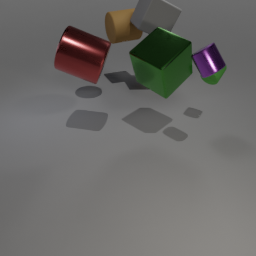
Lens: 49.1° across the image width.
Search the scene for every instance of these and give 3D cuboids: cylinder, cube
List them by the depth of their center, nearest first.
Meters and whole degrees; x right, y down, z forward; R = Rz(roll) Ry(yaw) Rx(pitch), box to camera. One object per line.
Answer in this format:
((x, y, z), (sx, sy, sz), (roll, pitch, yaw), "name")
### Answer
((2.176, -1.835, 7.608), (0.700, 0.700, 0.700), (-31, 10, 6), "cylinder")
((-1.405, -2.268, 8.776), (1.400, 1.400, 1.400), (20, 31, -8), "cylinder")
((1.103, -2.105, 9.081), (1.400, 1.400, 1.400), (36, 72, 30), "cube")
((3.098, -2.054, 10.153), (0.700, 0.700, 0.700), (24, 68, 33), "cylinder")
((1.128, -4.738, 11.818), (1.400, 1.400, 1.400), (16, 28, -26), "cube")
((-0.205, -4.767, 13.097), (1.400, 1.400, 1.400), (-16, 35, -18), "cylinder")
